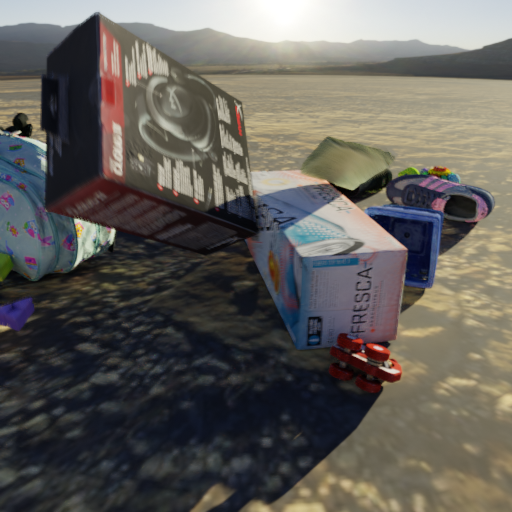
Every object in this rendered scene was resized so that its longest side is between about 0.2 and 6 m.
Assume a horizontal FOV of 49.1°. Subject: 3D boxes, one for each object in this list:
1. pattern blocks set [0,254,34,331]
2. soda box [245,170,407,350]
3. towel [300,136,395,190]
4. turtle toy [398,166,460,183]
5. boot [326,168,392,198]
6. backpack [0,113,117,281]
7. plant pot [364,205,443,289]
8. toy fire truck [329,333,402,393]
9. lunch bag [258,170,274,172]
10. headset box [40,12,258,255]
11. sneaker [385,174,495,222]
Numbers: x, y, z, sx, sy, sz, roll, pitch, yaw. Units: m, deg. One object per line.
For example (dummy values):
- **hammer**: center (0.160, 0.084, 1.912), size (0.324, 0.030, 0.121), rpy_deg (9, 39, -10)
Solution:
- **pattern blocks set**: center (-4.981, 0.774, 7.859), size (3.945, 0.320, 3.467), rpy_deg (4, 29, 21)
- **soda box**: center (0.844, -0.241, 9.389), size (1.543, 1.434, 4.512), rpy_deg (-4, 22, -10)
- **towel**: center (1.482, -1.552, 9.560), size (1.212, 0.298, 1.633), rpy_deg (13, -11, -12)
- **turtle toy**: center (4.271, -1.761, 13.759), size (1.689, 0.854, 1.231), rpy_deg (-1, 23, -3)
- **boot**: center (2.319, -2.176, 14.809), size (1.744, 0.793, 2.076), rpy_deg (-16, 33, -42)
- **backpack**: center (-3.962, -0.836, 9.985), size (3.095, 2.583, 1.959), rpy_deg (24, 40, 27)
- **plant pot**: center (2.576, -0.257, 9.731), size (1.260, 1.260, 1.133), rpy_deg (10, 19, 24)
- **toy fire truck**: center (1.404, 1.302, 6.994), size (0.930, 0.522, 0.781), rpy_deg (19, 11, 36)
- **lunch bag**: center (0.694, -1.284, 12.722), size (1.901, 0.884, 2.158), rpy_deg (8, 24, 6)
- **headset box**: center (-1.663, -1.724, 8.686), size (1.370, 2.640, 3.547), rpy_deg (-22, -23, 35)
- **sneaker**: center (4.038, -1.312, 12.683), size (2.470, 0.866, 1.013), rpy_deg (11, 23, 29)
